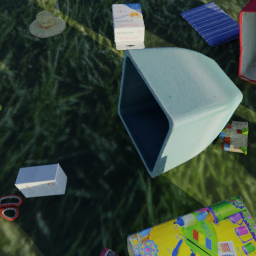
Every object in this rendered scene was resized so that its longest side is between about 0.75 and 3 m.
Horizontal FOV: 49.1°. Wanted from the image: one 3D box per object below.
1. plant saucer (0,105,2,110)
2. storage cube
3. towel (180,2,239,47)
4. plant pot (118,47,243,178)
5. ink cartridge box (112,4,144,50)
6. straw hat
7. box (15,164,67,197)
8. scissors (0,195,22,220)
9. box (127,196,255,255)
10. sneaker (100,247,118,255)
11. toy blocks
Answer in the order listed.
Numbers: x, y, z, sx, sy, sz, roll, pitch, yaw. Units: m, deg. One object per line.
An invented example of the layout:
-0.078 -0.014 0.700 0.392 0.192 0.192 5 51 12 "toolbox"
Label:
-5.329 -0.832 8.776 1.961 0.470 1.964 -34 63 -21 "plant saucer"
5.246 -2.958 8.609 2.933 2.507 2.636 21 56 37 "storage cube"
3.350 -4.131 11.136 1.630 0.269 2.252 -22 58 -11 "towel"
1.432 -0.601 7.557 2.555 2.502 2.508 -16 58 -19 "plant pot"
0.011 -3.897 10.691 1.113 0.656 1.933 -4 57 -3 "ink cartridge box"
-3.207 -4.223 10.937 1.449 0.613 1.449 0 57 0 "straw hat"
-2.085 1.289 6.810 1.002 0.623 0.488 -7 47 8 "box"
-3.540 2.010 6.933 1.719 0.120 0.629 -1 65 -12 "scissors"
1.548 3.112 5.506 2.473 1.567 2.568 -16 59 -10 "box"
-0.582 3.224 6.112 0.422 0.456 1.131 22 59 11 "sneaker"
3.010 0.231 8.102 0.789 0.577 1.154 6 55 17 "toy blocks"
